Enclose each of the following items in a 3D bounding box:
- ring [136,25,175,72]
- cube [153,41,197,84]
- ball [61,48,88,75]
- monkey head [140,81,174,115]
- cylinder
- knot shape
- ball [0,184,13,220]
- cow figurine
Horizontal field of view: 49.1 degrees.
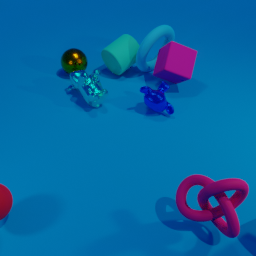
[{"bbox_3d":[0.971,-2.778,9.894,1.798,1.798,0.360,-32,64,-33],"label":"ring"},{"bbox_3d":[1.524,-2.113,9.197,0.963,0.963,0.963,16,-6,-17],"label":"cube"},{"bbox_3d":[-1.919,-2.356,10.001,0.955,0.955,0.955,0,40,0],"label":"ball"},{"bbox_3d":[0.905,-0.937,8.253,1.231,0.886,0.742,37,11,-12],"label":"monkey head"},{"bbox_3d":[-0.230,-2.628,10.047,1.059,1.059,1.059,-42,53,-19],"label":"cylinder"},{"bbox_3d":[1.589,1.283,4.987,1.293,1.210,0.598,39,37,8],"label":"knot shape"},{"bbox_3d":[-2.504,1.369,5.134,0.725,0.725,0.725,0,40,0],"label":"ball"},{"bbox_3d":[-1.289,-1.240,8.807,0.816,1.462,1.486,-20,79,-30],"label":"cow figurine"}]
